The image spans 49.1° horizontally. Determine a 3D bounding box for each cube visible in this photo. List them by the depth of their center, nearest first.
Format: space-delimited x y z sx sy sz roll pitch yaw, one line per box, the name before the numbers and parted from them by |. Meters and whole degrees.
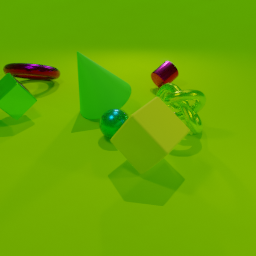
cube | 0.433 0.151 5.620 0.964 0.964 0.964 47 46 5
cube | -3.111 -0.851 7.552 0.785 0.785 0.785 -46 49 -6

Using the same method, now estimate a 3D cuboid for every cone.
cone | -0.980 -1.394 7.681 1.657 1.663 1.657 -17 40 15

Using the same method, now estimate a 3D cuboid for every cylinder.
cylinder | 1.286 -1.860 9.836 0.714 0.714 0.714 -42 43 -15

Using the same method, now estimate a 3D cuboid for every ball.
ball | -0.324 -0.095 6.844 0.756 0.756 0.756 0 29 0

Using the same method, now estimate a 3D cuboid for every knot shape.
knot shape | 1.417 -0.452 7.075 0.711 1.440 1.539 -50 19 -15

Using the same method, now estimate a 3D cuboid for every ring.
ring | -3.408 -1.998 10.008 1.940 0.388 1.940 2 4 0
